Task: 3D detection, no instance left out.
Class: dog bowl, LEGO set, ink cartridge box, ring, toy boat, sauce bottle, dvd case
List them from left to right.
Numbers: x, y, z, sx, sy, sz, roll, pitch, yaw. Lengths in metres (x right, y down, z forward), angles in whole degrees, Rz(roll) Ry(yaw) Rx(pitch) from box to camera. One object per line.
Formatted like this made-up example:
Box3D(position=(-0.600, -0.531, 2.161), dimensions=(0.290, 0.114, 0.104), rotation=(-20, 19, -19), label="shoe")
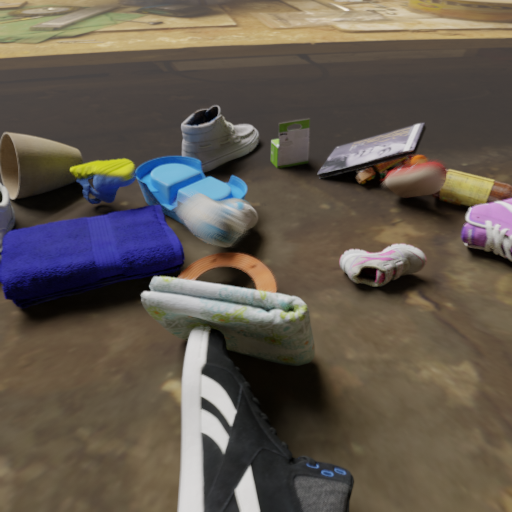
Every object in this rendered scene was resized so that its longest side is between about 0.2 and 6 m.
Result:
Box3D(position=(-1.339, -1.281, 11.459), dimensions=(2.630, 0.652, 1.466), rotation=(28, 43, 35), label="dog bowl")
Box3D(position=(-0.513, 0.601, 8.843), dimensions=(1.656, 0.159, 1.656), rotation=(-2, 48, 2), label="ring")
Box3D(position=(0.801, -2.694, 13.118), dimensions=(0.829, 1.121, 0.425), rotation=(-13, 36, -18), label="ink cartridge box")
Box3D(position=(2.631, -2.401, 12.747), dimensions=(2.215, 0.177, 1.647), rotation=(-10, 26, 31), label="dvd case")
Box3D(position=(3.189, -2.051, 12.746), dimensions=(0.994, 0.804, 2.160), rotation=(-3, 31, 45), label="LEGO set")
Box3D(position=(3.291, -1.695, 11.438), dimensions=(1.205, 0.786, 0.787), rotation=(-3, 64, 49), label="toy boat")
Box3D(position=(4.675, -1.207, 11.335), dimensions=(2.120, 0.700, 0.700), rotation=(22, 40, 29), label="sauce bottle")

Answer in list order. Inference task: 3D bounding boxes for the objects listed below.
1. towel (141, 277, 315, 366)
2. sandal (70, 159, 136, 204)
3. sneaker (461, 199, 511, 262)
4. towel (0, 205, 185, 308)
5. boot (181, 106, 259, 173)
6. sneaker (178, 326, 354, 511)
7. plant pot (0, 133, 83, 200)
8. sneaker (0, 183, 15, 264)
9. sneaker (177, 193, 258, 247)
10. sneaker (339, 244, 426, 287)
Box3D(position=(-0.294, 0.890, 7.326), dimensions=(2.078, 1.779, 0.500), rotation=(7, 68, 13), label="towel")
Box3D(position=(-2.941, -1.442, 11.060), dimensions=(0.770, 0.844, 1.938), rotation=(-24, 20, -35), label="sandal")
Box3D(position=(4.446, -0.130, 9.620), dimensions=(1.580, 1.004, 2.771), rotation=(-5, 27, 4), label="sneaker")
Box3D(position=(-2.815, -0.041, 9.676), dimensions=(2.893, 0.717, 2.136), rotation=(-11, 29, -16), label="towel")
Box3D(position=(-0.802, -3.003, 13.461), dimensions=(0.957, 1.244, 2.603), rotation=(20, 39, 27), label="boot")
Box3D(position=(0.088, 2.142, 6.105), dimensions=(1.811, 1.183, 3.237), rotation=(1, 41, -6), label="sneaker")
Box3D(position=(-4.547, -1.934, 12.024), dimensions=(1.467, 1.374, 1.374), rotation=(-8, 32, -38), label="plant pot")
Box3D(position=(-4.973, -0.448, 9.950), dimensions=(0.977, 0.948, 2.677), rotation=(-6, 35, -9), label="sneaker")
Box3D(position=(-0.547, -0.550, 9.979), dimensions=(0.815, 0.772, 2.017), rotation=(52, 25, 19), label="sneaker")
Box3D(position=(2.145, 0.228, 9.360), dimensions=(1.427, 0.580, 0.629), rotation=(-8, 35, 4), label="sneaker")
